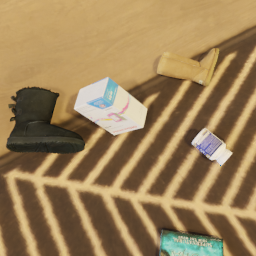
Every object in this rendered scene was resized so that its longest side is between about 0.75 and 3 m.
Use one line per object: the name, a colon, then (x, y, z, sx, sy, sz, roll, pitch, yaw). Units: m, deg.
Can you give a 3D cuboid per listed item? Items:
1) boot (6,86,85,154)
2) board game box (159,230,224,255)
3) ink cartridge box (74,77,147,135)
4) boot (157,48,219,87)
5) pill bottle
boot: (-2.470, -0.262, 8.600, 2.447, 0.906, 2.005, 1, 61, 1)
board game box: (1.624, 3.320, 7.223, 1.622, 0.228, 1.097, 7, 65, 3)
ink cartridge box: (-0.461, -0.551, 8.046, 1.230, 1.702, 0.720, -15, 54, 41)
boot: (2.102, -2.337, 9.705, 1.826, 0.604, 1.599, 19, 66, 10)
pill bottle: (2.498, 0.569, 8.296, 1.070, 0.640, 0.640, 42, 71, 18)
